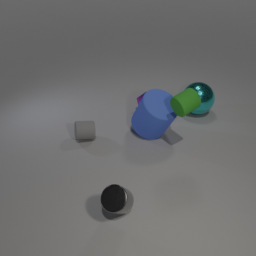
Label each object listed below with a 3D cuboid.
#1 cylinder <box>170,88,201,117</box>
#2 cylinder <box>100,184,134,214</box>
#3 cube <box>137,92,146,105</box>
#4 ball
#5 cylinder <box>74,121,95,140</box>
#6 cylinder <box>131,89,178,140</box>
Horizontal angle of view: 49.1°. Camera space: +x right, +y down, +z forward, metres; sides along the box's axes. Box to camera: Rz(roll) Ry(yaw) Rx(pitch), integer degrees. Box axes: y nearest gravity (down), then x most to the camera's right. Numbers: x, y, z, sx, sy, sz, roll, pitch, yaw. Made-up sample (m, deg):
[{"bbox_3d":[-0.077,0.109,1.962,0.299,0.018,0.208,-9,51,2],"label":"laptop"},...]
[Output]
[{"bbox_3d":[1.811,-0.805,8.836,0.700,0.700,0.700,-30,42,-17],"label":"cylinder"},{"bbox_3d":[-0.269,1.849,7.233,0.700,0.700,0.700,-5,70,14],"label":"cylinder"},{"bbox_3d":[0.904,-1.090,12.035,0.700,0.700,0.700,-2,72,-38],"label":"cube"},{"bbox_3d":[3.007,-1.271,12.045,1.400,1.400,1.400,0,33,0],"label":"ball"},{"bbox_3d":[-1.625,0.079,10.494,0.700,0.700,0.700,-2,32,-16],"label":"cylinder"},{"bbox_3d":[0.986,-0.499,10.459,1.400,1.400,1.400,10,54,-15],"label":"cylinder"}]
